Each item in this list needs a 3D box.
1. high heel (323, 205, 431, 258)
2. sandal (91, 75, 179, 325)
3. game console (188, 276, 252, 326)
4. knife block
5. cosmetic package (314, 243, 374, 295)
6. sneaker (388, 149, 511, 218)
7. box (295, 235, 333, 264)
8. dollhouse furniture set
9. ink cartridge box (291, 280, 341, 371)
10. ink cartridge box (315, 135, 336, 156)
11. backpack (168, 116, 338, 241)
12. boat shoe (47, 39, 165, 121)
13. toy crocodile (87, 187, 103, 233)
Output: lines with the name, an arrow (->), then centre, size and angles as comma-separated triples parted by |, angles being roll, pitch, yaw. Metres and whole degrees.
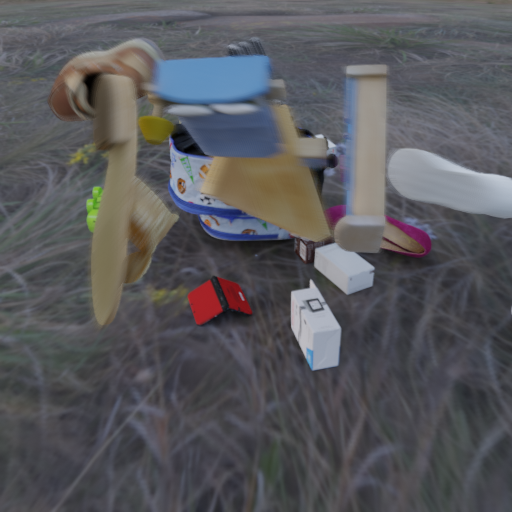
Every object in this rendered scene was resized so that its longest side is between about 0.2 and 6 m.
high heel -> 2.514, -0.554, 11.901 | 2.400, 0.809, 1.154 | 11, 17, 11
sandal -> -1.352, -0.613, 6.633 | 0.944, 2.871, 1.053 | -2, 8, -32
game console -> -0.681, 0.899, 10.425 | 0.881, 0.607, 1.022 | 20, 23, -29
knife block -> 0.249, -1.954, 9.438 | 3.011, 2.644, 0.963 | 23, 3, -14
cosmetic package -> 1.740, 0.225, 11.155 | 0.654, 0.470, 1.158 | -15, 36, -22
sneaker -> 3.599, -1.245, 10.120 | 1.395, 0.889, 2.414 | 6, 21, -34
box -> 1.213, -0.229, 11.797 | 0.647, 0.537, 0.532 | -12, 34, -18
dollhouse furniture set -> 0.182, -1.093, 7.724 | 3.021, 1.971, 2.852 | 2, -13, 10
ink cartridge box -> 0.928, 1.121, 9.391 | 0.474, 0.823, 1.421 | -9, 33, -11
ink cartridge box -> 1.640, -3.235, 16.878 | 1.256, 0.315, 1.018 | -17, 36, -13
backpack -> -0.326, -1.844, 12.366 | 3.254, 2.632, 3.416 | 5, 21, -15
boat shoe -> -3.158, -3.257, 10.901 | 3.282, 1.243, 1.178 | -9, 36, 41
toy crocodile -> -3.566, -1.208, 13.375 | 0.702, 0.642, 2.080 | -3, 28, -2
